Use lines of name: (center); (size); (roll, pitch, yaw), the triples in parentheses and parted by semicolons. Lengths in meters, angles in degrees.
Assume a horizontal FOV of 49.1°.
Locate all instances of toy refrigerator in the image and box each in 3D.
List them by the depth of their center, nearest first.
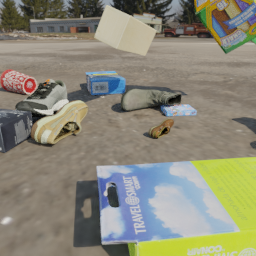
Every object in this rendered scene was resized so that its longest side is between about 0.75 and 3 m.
toy refrigerator: (-0.019, -2.950, 8.723); (0.882, 0.957, 2.521); (30, 20, 15)

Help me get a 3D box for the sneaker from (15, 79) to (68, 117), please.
sneaker: (-2.634, -0.929, 8.665); (1.025, 1.100, 2.774); (1, 14, 7)

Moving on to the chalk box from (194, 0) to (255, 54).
chalk box: (3.267, -3.457, 8.619); (1.456, 2.349, 1.466); (-26, 41, 34)

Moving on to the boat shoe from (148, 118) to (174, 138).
boat shoe: (0.982, 0.040, 7.561); (0.336, 0.355, 0.987); (23, 40, 38)

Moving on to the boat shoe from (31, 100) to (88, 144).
boat shoe: (-1.583, -0.091, 7.520); (0.811, 0.763, 2.129); (22, 35, 17)

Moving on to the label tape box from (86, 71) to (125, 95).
label tape box: (-1.074, -2.056, 12.645); (1.496, 0.656, 2.074); (-5, 21, -13)

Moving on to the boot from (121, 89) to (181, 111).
boot: (0.853, -1.002, 9.616); (1.385, 0.718, 2.120); (11, 20, 39)

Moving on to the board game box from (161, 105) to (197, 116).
board game box: (1.691, -0.605, 9.440); (1.006, 0.184, 0.761); (-3, 21, -8)

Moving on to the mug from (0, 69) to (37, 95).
mug: (-4.587, -2.000, 12.181); (1.411, 0.942, 1.253); (17, 28, 30)

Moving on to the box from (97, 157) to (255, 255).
box: (1.070, 1.127, 4.039); (2.965, 0.706, 1.808); (-3, 21, -8)

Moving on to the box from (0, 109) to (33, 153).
box: (-3.223, 0.020, 7.050); (1.169, 0.698, 1.189); (6, 23, 16)
